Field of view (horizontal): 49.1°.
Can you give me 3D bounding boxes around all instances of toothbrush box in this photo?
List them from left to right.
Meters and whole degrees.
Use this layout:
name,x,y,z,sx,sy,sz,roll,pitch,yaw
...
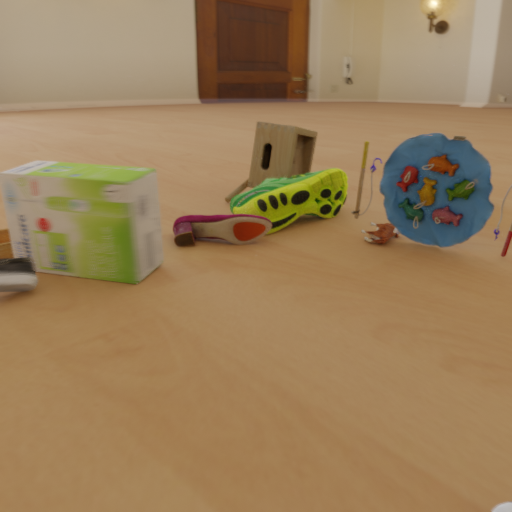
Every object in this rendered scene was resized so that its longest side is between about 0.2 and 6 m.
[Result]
name,x,y,z,sx,sy,sz,roll,pitch,yaw
toothbrush box,-3.162,-0.660,10.313,2.597,1.891,1.118,7,23,17

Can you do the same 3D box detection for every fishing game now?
name,x,y,z,sx,sy,sz,roll,pitch,yaw
fishing game,3.581,-1.275,11.270,3.390,2.427,0.527,22,31,26

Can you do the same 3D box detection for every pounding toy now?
name,x,y,z,sx,sy,sz,roll,pitch,yaw
pounding toy,0.439,-2.482,15.472,1.605,2.258,2.079,14,13,23

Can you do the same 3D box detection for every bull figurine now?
name,x,y,z,sx,sy,sz,roll,pitch,yaw
bull figurine,2.751,-0.519,12.216,0.665,0.357,1.096,5,15,29

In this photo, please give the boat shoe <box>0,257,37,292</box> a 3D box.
name,x,y,z,sx,sy,sz,roll,pitch,yaw
boat shoe,-4.531,0.191,8.994,1.975,0.654,0.691,4,-21,-37

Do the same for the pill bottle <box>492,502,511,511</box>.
name,x,y,z,sx,sy,sz,roll,pitch,yaw
pill bottle,2.230,2.212,4.357,1.110,0.614,0.614,-5,21,-13

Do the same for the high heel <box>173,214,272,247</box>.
name,x,y,z,sx,sy,sz,roll,pitch,yaw
high heel,-0.752,-0.722,12.126,2.138,0.721,1.028,-5,31,-3

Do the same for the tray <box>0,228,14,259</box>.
name,x,y,z,sx,sy,sz,roll,pitch,yaw
tray,-4.789,-0.319,11.629,2.111,0.391,1.041,-15,24,-37

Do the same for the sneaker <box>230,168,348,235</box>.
name,x,y,z,sx,sy,sz,roll,pitch,yaw
sneaker,0.875,-1.500,13.461,3.483,1.290,1.456,-16,32,-36
